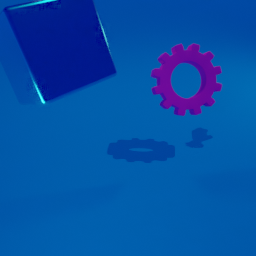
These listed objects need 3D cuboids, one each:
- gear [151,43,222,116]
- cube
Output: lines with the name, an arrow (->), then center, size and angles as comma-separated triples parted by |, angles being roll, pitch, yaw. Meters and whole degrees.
gear -> 1.434, -1.165, 6.872 | 1.714, 1.714, 0.317 | -6, 6, -9
cube -> -0.667, -0.666, 2.464 | 0.725, 0.725, 0.725 | -29, 20, -30
